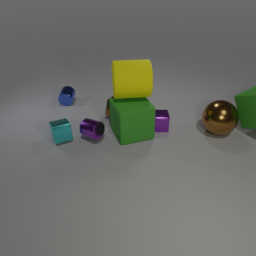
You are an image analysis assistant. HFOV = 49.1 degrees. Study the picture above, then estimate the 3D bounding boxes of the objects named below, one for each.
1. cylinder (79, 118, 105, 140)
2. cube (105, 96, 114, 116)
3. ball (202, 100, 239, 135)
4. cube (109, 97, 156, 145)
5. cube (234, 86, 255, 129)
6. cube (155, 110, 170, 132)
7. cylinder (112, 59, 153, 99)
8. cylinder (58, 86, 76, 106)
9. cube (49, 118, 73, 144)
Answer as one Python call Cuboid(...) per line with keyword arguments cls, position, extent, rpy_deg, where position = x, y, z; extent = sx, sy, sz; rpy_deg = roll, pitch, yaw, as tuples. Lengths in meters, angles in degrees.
Cuboid(cls="cylinder", position=(-1.360, 0.031, 10.646), extent=(0.700, 0.700, 0.700), rpy_deg=(16, 35, 33))
Cuboid(cls="cube", position=(-0.507, -0.912, 12.155), extent=(0.700, 0.700, 0.700), rpy_deg=(19, 29, 13))
Cuboid(cls="ball", position=(3.631, -0.408, 11.045), extent=(1.400, 1.400, 1.400), rpy_deg=(0, 32, 0))
Cuboid(cls="cube", position=(0.151, -0.383, 10.980), extent=(1.400, 1.400, 1.400), rpy_deg=(-11, 34, -16))
Cuboid(cls="cube", position=(5.274, -0.846, 10.864), extent=(1.400, 1.400, 1.400), rpy_deg=(-23, 12, -23))
Cuboid(cls="cube", position=(1.309, -0.296, 11.531), extent=(0.700, 0.700, 0.700), rpy_deg=(0, 32, 0))
Cuboid(cls="cylinder", position=(0.131, -1.837, 10.539), extent=(1.400, 1.400, 1.400), rpy_deg=(-3, 32, -5))
Cuboid(cls="cylinder", position=(-2.918, -1.537, 13.411), extent=(0.700, 0.700, 0.700), rpy_deg=(2, 42, 4))
Cuboid(cls="cube", position=(-2.581, 0.108, 10.774), extent=(0.700, 0.700, 0.700), rpy_deg=(-14, 24, -21))
